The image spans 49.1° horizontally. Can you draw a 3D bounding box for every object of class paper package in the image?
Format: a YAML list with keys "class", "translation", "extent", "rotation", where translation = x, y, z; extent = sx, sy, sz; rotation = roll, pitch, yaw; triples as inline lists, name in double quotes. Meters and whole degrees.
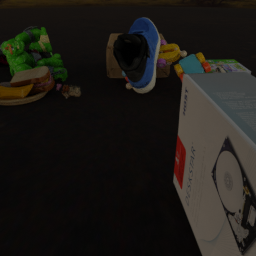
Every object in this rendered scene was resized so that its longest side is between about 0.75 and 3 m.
- class: "paper package"
  translation: [0.374, -2.956, 11.287]
  extent: [2.389, 1.297, 2.507]
  rotation: [0, 27, -1]

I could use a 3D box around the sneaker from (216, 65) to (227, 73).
- class: "sneaker"
  translation: [3.088, -1.571, 9.217]
  extent: [0.544, 0.601, 1.411]
  rotation: [35, 27, -24]

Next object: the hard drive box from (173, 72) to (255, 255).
- class: "hard drive box"
  translation: [1.440, 0.686, 3.465]
  extent: [1.024, 2.079, 2.667]
  rotation: [-3, 27, -5]

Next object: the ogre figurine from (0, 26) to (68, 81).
- class: "ogre figurine"
  translation: [-3.635, -2.671, 10.585]
  extent: [1.792, 2.990, 1.467]
  rotation: [-24, -9, -21]

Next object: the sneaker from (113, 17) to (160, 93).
- class: "sneaker"
  translation: [0.289, -2.706, 8.836]
  extent: [1.109, 1.608, 2.890]
  rotation: [-4, 66, 22]

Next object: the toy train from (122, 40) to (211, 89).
- class: "toy train"
  translation: [1.330, -1.820, 9.517]
  extent: [2.819, 0.784, 2.117]
  rotation: [23, 78, 26]

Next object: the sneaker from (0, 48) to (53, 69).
- class: "sneaker"
  translation: [-4.345, -2.755, 11.520]
  extent: [2.569, 0.986, 1.076]
  rotation: [-3, 42, 4]

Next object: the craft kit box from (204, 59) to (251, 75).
- class: "craft kit box"
  translation: [3.589, -2.297, 11.015]
  extent: [1.779, 0.437, 1.802]
  rotation: [2, 28, -3]

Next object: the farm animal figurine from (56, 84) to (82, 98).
- class: "farm animal figurine"
  translation: [-1.862, -1.140, 8.810]
  extent: [0.673, 0.419, 0.834]
  rotation: [-1, 13, -28]

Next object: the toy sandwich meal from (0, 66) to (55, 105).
- class: "toy sandwich meal"
  translation: [-3.433, -1.383, 8.817]
  extent: [2.198, 0.753, 2.198]
  rotation: [-1, 27, 0]
